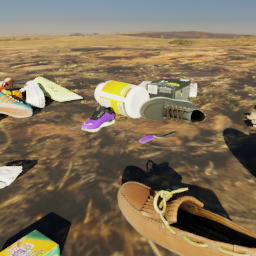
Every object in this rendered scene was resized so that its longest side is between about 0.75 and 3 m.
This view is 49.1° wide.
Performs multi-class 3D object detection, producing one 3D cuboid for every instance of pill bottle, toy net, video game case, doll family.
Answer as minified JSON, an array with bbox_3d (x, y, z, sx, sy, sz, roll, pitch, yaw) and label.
[{"bbox_3d":[-0.298,-1.124,10.425,1.145,1.145,2.097,-18,27,-40],"label":"pill bottle"},{"bbox_3d":[-3.110,1.148,5.504,1.995,0.385,1.047,-14,22,-37],"label":"toy net"},{"bbox_3d":[1.976,-1.982,14.011,2.839,0.256,2.033,5,21,13],"label":"video game case"},{"bbox_3d":[-5.102,-1.193,11.111,1.607,1.167,2.589,-23,12,-33],"label":"doll family"}]

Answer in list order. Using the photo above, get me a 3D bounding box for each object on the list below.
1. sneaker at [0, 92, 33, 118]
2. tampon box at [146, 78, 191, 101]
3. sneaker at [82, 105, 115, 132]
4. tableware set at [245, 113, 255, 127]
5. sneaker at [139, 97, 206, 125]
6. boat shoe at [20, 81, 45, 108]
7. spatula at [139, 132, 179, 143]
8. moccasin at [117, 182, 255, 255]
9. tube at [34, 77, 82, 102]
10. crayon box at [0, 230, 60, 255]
[{"bbox_3d":[-4.247,-0.894,9.824,1.813,0.647,0.724,11,55,-17],"label":"sneaker"},{"bbox_3d":[1.631,-1.367,11.245,1.225,1.032,1.634,13,24,30],"label":"tampon box"},{"bbox_3d":[-0.970,-0.364,9.002,0.498,0.713,1.433,14,24,31],"label":"sneaker"},{"bbox_3d":[4.843,-0.219,9.328,1.621,0.225,1.940,5,19,9],"label":"tableware set"},{"bbox_3d":[1.493,-0.565,9.405,2.108,0.789,1.120,-4,18,-15],"label":"sneaker"},{"bbox_3d":[-4.135,-1.450,11.700,0.781,0.879,2.388,-7,20,-29],"label":"boat shoe"},{"bbox_3d":[0.937,0.250,8.185,1.328,0.136,0.375,-9,14,-24],"label":"spatula"},{"bbox_3d":[0.774,1.331,4.109,0.900,0.949,2.460,-15,25,-35],"label":"moccasin"},{"bbox_3d":[-3.299,-1.659,12.594,2.889,0.750,0.838,26,71,41],"label":"tube"},{"bbox_3d":[-1.444,1.819,3.790,0.529,0.259,0.890,15,25,34],"label":"crayon box"}]
